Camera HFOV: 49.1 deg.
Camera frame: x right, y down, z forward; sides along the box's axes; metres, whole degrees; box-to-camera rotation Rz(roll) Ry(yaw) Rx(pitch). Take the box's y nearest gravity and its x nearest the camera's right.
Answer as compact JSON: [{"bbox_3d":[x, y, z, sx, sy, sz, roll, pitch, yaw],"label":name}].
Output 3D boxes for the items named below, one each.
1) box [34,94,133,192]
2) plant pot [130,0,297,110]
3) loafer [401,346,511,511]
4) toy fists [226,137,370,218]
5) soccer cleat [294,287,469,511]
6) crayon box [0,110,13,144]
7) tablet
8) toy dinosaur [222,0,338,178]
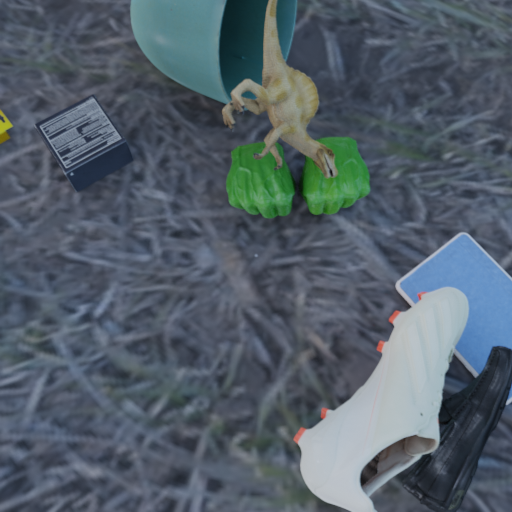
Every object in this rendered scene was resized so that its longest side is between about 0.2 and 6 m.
[{"bbox_3d":[-2.756,-1.805,9.027,1.093,0.673,1.084,-32,72,-12],"label":"box"},{"bbox_3d":[-0.768,-3.803,8.998,1.978,2.465,2.465,21,69,22],"label":"plant pot"},{"bbox_3d":[2.598,2.103,7.117,0.794,0.768,2.263,25,78,27],"label":"loafer"},{"bbox_3d":[0.642,-1.141,8.741,2.218,0.763,1.131,-3,62,-1],"label":"toy fists"},{"bbox_3d":[1.905,1.740,7.000,3.355,1.163,1.301,-43,40,-23],"label":"soccer cleat"},{"bbox_3d":[-4.543,-2.053,9.372,0.878,0.223,0.558,-36,72,-13],"label":"crayon box"},{"bbox_3d":[3.316,0.860,8.226,1.474,0.155,2.266,-36,72,-11],"label":"tablet"},{"bbox_3d":[0.246,-2.256,7.857,1.402,0.807,2.772,-29,111,-19],"label":"toy dinosaur"}]
